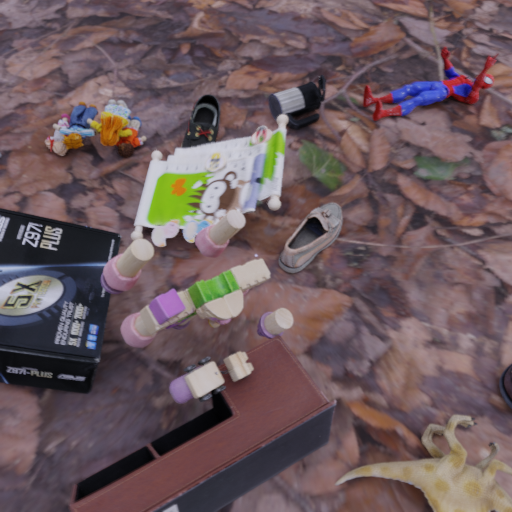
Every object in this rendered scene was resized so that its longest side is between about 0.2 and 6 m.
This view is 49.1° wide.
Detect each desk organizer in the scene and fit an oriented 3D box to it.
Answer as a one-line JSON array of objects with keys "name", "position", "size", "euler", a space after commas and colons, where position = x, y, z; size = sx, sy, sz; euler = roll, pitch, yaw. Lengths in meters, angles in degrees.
[{"name": "desk organizer", "position": [-0.752, 2.539, 7.404], "size": [3.427, 1.229, 1.319], "euler": [-25, 52, -19]}]

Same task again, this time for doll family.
[{"name": "doll family", "position": [-3.493, -2.731, 11.907], "size": [2.207, 0.994, 1.370], "euler": [1, 50, 1]}]

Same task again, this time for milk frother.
[{"name": "milk frother", "position": [0.968, -3.537, 12.516], "size": [1.049, 1.115, 1.006], "euler": [-23, 58, -17]}]

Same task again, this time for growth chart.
[{"name": "growth chart", "position": [-0.853, -1.300, 10.199], "size": [3.077, 0.273, 2.227], "euler": [-9, 62, 20]}]

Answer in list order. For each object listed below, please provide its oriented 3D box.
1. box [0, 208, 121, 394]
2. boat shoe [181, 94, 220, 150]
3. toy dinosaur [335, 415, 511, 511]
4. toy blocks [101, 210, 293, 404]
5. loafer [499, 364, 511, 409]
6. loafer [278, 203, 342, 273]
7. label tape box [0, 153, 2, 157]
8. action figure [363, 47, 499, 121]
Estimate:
[{"name": "box", "position": [-3.321, 0.663, 8.664], "size": [2.032, 1.069, 2.481], "euler": [12, 48, -15]}, {"name": "boat shoe", "position": [-1.172, -2.601, 11.929], "size": [0.703, 0.602, 1.922], "euler": [12, 61, -10]}, {"name": "toy dinosaur", "position": [2.527, 2.853, 7.424], "size": [2.695, 0.784, 1.363], "euler": [15, 53, 12]}, {"name": "toy blocks", "position": [-0.957, 0.863, 8.174], "size": [2.138, 1.926, 2.288], "euler": [-21, 79, -40]}, {"name": "loafer", "position": [5.371, 1.535, 8.292], "size": [3.484, 1.097, 1.252], "euler": [-8, 51, -7]}, {"name": "loafer", "position": [1.071, -0.438, 10.272], "size": [0.657, 0.575, 1.828], "euler": [29, 56, 20]}, {"name": "label tape box", "position": [-5.930, -1.876, 11.614], "size": [0.817, 0.359, 1.133], "euler": [4, 50, 3]}, {"name": "action figure", "position": [4.135, -4.076, 12.763], "size": [3.116, 1.542, 1.017], "euler": [-11, 52, -12]}]
